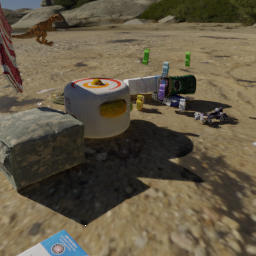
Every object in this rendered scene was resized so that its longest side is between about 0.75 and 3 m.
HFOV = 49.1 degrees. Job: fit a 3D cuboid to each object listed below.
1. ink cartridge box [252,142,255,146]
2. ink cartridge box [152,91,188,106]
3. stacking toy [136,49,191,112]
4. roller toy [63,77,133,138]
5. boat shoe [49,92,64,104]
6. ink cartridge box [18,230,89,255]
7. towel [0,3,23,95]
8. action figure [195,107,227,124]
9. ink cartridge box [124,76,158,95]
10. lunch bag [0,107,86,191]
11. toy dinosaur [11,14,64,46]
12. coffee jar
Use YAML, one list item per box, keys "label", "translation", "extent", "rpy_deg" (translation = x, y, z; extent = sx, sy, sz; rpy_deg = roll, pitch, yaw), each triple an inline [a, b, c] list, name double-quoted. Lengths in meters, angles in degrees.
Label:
- label: "ink cartridge box"
  translation: [4.476, 0.530, 8.894]
  extent: [1.109, 0.206, 0.525]
  rpy_deg: [-13, 27, -31]
- label: "ink cartridge box"
  translation: [1.952, -1.364, 12.953]
  extent: [0.874, 0.345, 1.758]
  rpy_deg: [-12, 25, -27]
- label: "stacking toy"
  translation: [1.503, -2.009, 11.842]
  extent: [2.025, 2.686, 0.631]
  rpy_deg: [7, -1, 14]
- label: "roller toy"
  translation: [-1.092, -0.853, 10.016]
  extent: [2.346, 1.797, 2.572]
  rpy_deg: [4, 24, 8]
- label: "boat shoe"
  translation: [-2.731, -1.443, 12.781]
  extent: [1.961, 0.617, 0.715]
  rpy_deg: [11, 27, 24]
- label: "ink cartridge box"
  translation: [-1.315, 2.501, 3.671]
  extent: [2.015, 0.848, 1.457]
  rpy_deg: [-20, 31, -37]
- label: "towel"
  translation: [-4.091, -2.748, 9.476]
  extent: [0.320, 2.810, 2.024]
  rpy_deg: [-13, -9, -11]
- label: "action figure"
  translation: [3.132, -0.428, 10.789]
  extent: [1.299, 0.451, 0.845]
  rpy_deg: [-9, 32, -12]
- label: "ink cartridge box"
  translation: [0.544, -2.051, 13.544]
  extent: [2.169, 0.736, 1.258]
  rpy_deg: [-9, 10, -9]
- label: "lunch bag"
  translation: [-2.763, 0.287, 7.872]
  extent: [2.081, 1.492, 2.537]
  rpy_deg: [-21, 36, -38]
- label: "toy dinosaur"
  translation: [-3.646, -3.841, 11.246]
  extent: [2.345, 1.246, 0.708]
  rpy_deg: [-29, 49, -3]
- label: "coffee jar"
  translation: [2.176, -1.952, 12.793]
  extent: [1.828, 0.953, 0.780]
  rpy_deg: [-5, 11, -22]
